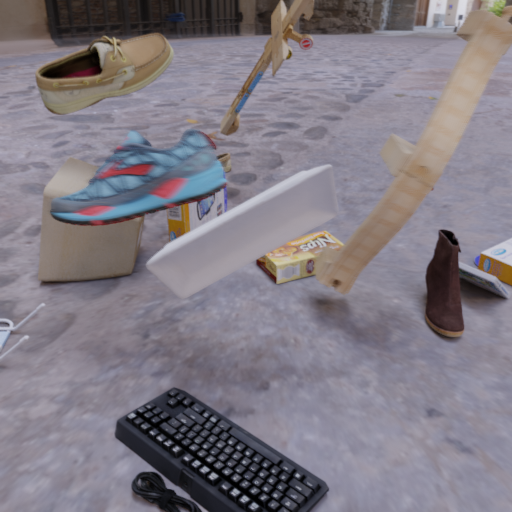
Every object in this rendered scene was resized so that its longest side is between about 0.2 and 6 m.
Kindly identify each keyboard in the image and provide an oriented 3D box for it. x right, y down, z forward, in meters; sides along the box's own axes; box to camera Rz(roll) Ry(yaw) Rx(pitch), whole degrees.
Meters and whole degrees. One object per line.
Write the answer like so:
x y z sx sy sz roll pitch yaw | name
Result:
-0.617 2.497 6.702 2.642 0.339 1.586 21 34 36 | keyboard

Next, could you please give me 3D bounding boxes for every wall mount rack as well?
-4.068 1.248 8.779 1.347 0.578 1.551 -2 29 -3 | wall mount rack

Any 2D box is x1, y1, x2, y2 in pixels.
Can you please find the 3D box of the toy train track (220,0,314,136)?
0.315 -4.261 12.971 0.662 4.072 2.335 19 49 -22 | toy train track

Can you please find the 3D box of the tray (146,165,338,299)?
-0.135 -0.334 7.524 2.616 1.405 0.290 -28 64 0 | tray

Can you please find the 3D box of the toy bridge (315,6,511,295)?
2.334 -1.416 8.462 0.660 4.851 1.631 27 22 -5 | toy bridge

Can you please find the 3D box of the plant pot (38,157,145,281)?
-3.136 -0.627 11.115 1.707 1.929 1.926 10 27 -8 | plant pot

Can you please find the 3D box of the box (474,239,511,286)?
5.440 0.243 10.816 1.350 0.470 2.267 -19 35 -32 | box

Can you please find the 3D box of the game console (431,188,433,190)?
4.404 -2.039 15.452 0.829 0.146 0.938 2 28 5 | game console

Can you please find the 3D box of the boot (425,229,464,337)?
3.208 0.436 9.476 0.588 1.352 1.625 1 28 3 | boot

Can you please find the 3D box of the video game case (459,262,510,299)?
3.991 0.380 10.245 1.118 0.123 1.019 30 0 43 | video game case

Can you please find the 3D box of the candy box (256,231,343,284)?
0.929 0.004 11.250 1.643 0.454 0.948 -12 30 -22 | candy box

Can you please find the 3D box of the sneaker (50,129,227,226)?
-1.750 -1.151 8.021 2.502 1.195 0.992 -15 4 -3 | sneaker

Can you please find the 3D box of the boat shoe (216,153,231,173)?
-1.522 -2.621 16.106 1.711 0.552 0.610 -16 32 -28 | boat shoe

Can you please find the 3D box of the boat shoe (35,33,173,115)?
-2.831 -3.587 10.578 2.703 0.897 1.000 -31 66 -13 | boat shoe

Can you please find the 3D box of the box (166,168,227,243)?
-1.233 -1.062 12.291 0.480 1.377 2.313 8 28 16 | box
